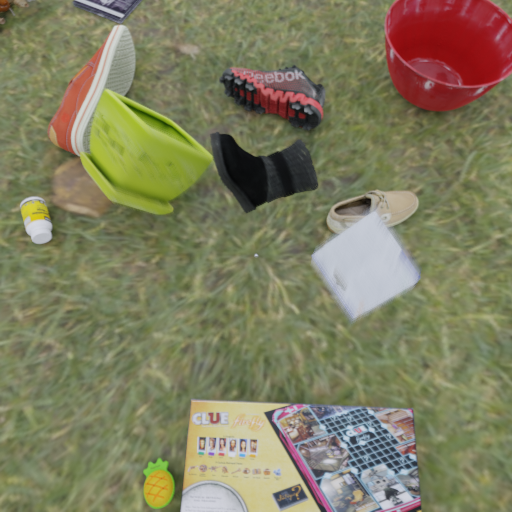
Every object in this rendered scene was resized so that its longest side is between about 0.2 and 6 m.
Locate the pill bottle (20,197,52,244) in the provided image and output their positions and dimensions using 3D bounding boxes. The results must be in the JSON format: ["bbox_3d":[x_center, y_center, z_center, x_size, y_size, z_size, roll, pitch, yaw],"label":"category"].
[{"bbox_3d":[-4.046,-0.648,10.349,0.455,0.455,0.809,-20,65,-10],"label":"pill bottle"}]

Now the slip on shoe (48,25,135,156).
[{"bbox_3d":[-3.326,-3.491,11.515,0.986,1.194,3.223,12,67,11],"label":"slip on shoe"}]

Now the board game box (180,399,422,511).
[{"bbox_3d":[0.638,3.345,8.162,3.377,0.584,2.288,2,62,2],"label":"board game box"}]

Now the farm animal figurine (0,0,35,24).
[{"bbox_3d":[-6.230,-5.756,12.776,2.111,1.101,2.088,16,51,15],"label":"farm animal figurine"}]

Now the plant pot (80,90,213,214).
[{"bbox_3d":[-2.073,-1.748,10.016,1.649,1.641,1.496,46,110,35],"label":"plant pot"}]

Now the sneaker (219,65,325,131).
[{"bbox_3d":[0.413,-3.472,11.640,2.305,0.815,1.126,22,65,9],"label":"sneaker"}]

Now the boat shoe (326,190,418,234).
[{"bbox_3d":[2.201,-0.893,10.401,1.805,0.586,0.651,-13,63,-7],"label":"boat shoe"}]

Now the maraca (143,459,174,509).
[{"bbox_3d":[-1.449,3.368,8.289,0.485,0.378,0.707,-21,51,1],"label":"maraca"}]

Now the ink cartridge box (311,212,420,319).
[{"bbox_3d":[1.693,0.157,8.779,1.242,1.265,0.274,57,34,6],"label":"ink cartridge box"}]

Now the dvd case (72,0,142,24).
[{"bbox_3d":[-3.349,-6.455,13.591,1.378,0.148,1.853,25,65,12],"label":"dvd case"}]

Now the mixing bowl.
[{"bbox_3d":[3.784,-3.988,11.493,2.705,1.465,2.705,2,63,-3],"label":"mixing bowl"}]

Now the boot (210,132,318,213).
[{"bbox_3d":[0.156,-1.504,8.924,1.383,1.850,0.696,-19,59,12],"label":"boot"}]
